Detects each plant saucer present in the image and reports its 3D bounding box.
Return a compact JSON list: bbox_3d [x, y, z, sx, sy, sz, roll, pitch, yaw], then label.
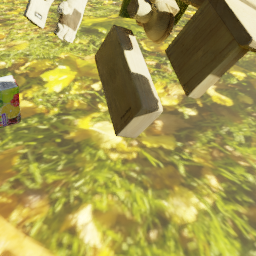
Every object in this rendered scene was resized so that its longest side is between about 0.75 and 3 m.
[{"bbox_3d":[0.934,-4.306,9.129,2.189,2.185,0.524,4,77,-11],"label":"plant saucer"}]

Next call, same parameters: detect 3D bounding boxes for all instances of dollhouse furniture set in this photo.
[{"bbox_3d":[1.185,-1.127,5.078,2.224,2.729,2.595,7,52,-34],"label":"dollhouse furniture set"}]

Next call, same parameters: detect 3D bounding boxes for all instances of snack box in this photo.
[{"bbox_3d":[-2.363,-0.288,4.438,1.223,0.870,0.324,-21,58,-32],"label":"snack box"}]

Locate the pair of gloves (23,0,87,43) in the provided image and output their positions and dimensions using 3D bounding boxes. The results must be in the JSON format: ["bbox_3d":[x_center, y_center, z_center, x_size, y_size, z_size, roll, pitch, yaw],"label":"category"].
[{"bbox_3d":[-1.713,-3.186,6.973,0.361,1.752,2.060,20,7,21],"label":"pair of gloves"}]
